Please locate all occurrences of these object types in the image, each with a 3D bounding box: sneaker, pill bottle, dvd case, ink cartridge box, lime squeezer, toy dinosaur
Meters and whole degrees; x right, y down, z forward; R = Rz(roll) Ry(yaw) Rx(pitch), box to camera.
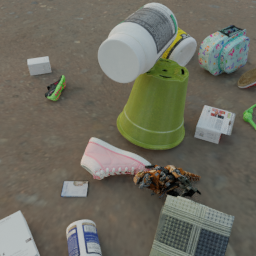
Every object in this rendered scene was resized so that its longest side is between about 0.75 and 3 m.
[{"bbox_3d":[-0.410,1.229,8.604,2.230,0.839,1.166,23,64,9],"label":"sneaker"},{"bbox_3d":[1.174,-3.269,10.234,1.358,1.358,2.441,-32,65,-30],"label":"pill bottle"},{"bbox_3d":[-1.593,1.825,8.424,0.778,0.068,0.555,0,43,0],"label":"dvd case"},{"bbox_3d":[3.167,-0.105,10.170,1.174,0.561,1.337,17,45,18],"label":"ink cartridge box"},{"bbox_3d":[5.990,-2.207,12.491,2.189,1.231,0.780,-33,47,9],"label":"sneaker"},{"bbox_3d":[4.798,-0.514,10.787,0.687,0.367,1.944,11,43,12],"label":"lime squeezer"},{"bbox_3d":[-3.108,-1.790,12.008,0.649,0.595,1.550,10,42,5],"label":"sneaker"},{"bbox_3d":[1.265,1.505,7.987,2.179,1.113,1.479,-17,46,-18],"label":"toy dinosaur"},{"bbox_3d":[0.329,-2.438,7.953,1.467,1.467,2.594,18,45,19],"label":"pill bottle"},{"bbox_3d":[-1.026,2.967,6.664,0.753,0.753,1.356,-10,43,-11],"label":"pill bottle"}]

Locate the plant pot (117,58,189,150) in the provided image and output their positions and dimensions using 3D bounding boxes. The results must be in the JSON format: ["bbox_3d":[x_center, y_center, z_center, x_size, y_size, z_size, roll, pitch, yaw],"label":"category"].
[{"bbox_3d":[0.989,-0.979,9.516,2.525,2.398,2.525,6,39,-5],"label":"plant pot"}]

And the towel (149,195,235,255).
[{"bbox_3d":[1.523,2.652,6.859,1.722,0.297,1.658,16,81,17],"label":"towel"}]

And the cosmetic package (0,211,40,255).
[{"bbox_3d":[-2.755,2.855,6.920,0.786,0.565,1.393,-26,49,-23],"label":"cosmetic package"}]

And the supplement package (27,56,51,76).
[{"bbox_3d":[-4.192,-2.943,13.266,0.978,0.593,0.586,-11,44,-12],"label":"supplement package"}]

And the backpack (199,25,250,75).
[{"bbox_3d":[4.387,-3.461,12.875,2.158,1.916,1.625,-22,45,-11],"label":"backpack"}]
